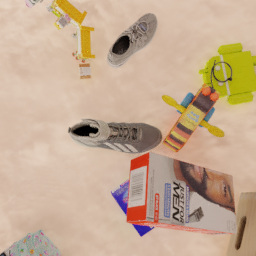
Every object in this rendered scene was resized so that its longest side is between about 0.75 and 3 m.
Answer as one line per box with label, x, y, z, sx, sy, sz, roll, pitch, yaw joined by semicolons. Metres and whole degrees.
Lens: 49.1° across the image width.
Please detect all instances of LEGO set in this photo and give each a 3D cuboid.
LEGO set;-1.791;-2.794;8.335;1.292;1.045;2.809;-46;120;-27

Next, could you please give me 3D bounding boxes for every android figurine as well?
android figurine;3.202;-1.643;8.584;2.070;0.425;1.885;-8;86;-2

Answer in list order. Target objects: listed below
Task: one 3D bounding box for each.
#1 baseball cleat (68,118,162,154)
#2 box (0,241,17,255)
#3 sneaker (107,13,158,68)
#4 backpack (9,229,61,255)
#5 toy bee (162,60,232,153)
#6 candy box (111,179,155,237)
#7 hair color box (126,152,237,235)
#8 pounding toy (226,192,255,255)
baseball cleat;-0.320;0.237;7.909;2.709;1.442;0.945;-2;81;-2
box;-3.080;4.030;7.919;0.430;0.834;1.430;-36;88;1
sneaker;0.182;-2.677;8.439;0.770;0.845;2.061;40;86;3
backpack;-2.391;3.554;7.480;1.027;1.354;1.622;-33;109;-10
toy bee;1.858;-0.641;7.730;1.914;1.590;2.924;13;94;7
candy box;0.431;2.143;8.155;1.269;0.578;1.501;-34;88;-5
hair color box;1.432;1.755;7.145;2.867;0.916;1.590;18;63;-28
pounding toy;3.806;3.462;7.585;2.732;2.110;2.967;20;75;1
